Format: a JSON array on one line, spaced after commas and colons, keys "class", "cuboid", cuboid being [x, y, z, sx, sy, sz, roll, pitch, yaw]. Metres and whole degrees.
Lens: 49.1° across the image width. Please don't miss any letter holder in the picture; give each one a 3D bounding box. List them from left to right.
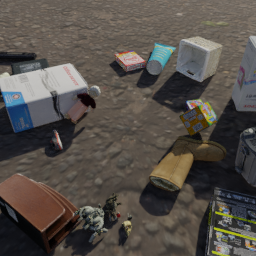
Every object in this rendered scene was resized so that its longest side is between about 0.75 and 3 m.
[{"class": "letter holder", "cuboid": [-2.249, 1.952, 7.257, 1.930, 0.971, 1.372, 27, 46, 28]}]

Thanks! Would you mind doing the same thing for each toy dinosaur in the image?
[{"class": "toy dinosaur", "cuboid": [-0.445, 2.020, 7.609, 0.484, 0.364, 0.947, -33, 32, 3]}]

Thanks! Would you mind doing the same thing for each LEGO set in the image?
[{"class": "LEGO set", "cuboid": [-0.672, 2.304, 7.157, 1.606, 0.455, 1.043, -5, 42, -10]}]

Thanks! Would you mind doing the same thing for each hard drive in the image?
[{"class": "hard drive", "cuboid": [-4.272, -2.304, 12.600, 1.680, 0.396, 2.407, -14, 44, -16]}]

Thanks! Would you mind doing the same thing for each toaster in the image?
[{"class": "toaster", "cuboid": [4.280, 0.776, 8.200, 2.317, 1.497, 1.317, -11, 43, -12]}]

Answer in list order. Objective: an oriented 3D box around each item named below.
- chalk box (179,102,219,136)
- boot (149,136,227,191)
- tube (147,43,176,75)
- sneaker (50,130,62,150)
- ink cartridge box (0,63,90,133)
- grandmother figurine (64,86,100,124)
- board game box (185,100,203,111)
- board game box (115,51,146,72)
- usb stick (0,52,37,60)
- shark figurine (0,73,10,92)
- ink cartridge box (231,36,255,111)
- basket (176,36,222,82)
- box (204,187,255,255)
[{"class": "chalk box", "cuboid": [2.511, -0.355, 9.657, 1.286, 0.802, 0.797, -21, 80, -54]}, {"class": "boot", "cuboid": [1.844, 1.154, 8.469, 1.748, 0.660, 1.996, 10, 39, 31]}, {"class": "tube", "cuboid": [1.630, -3.622, 14.068, 1.154, 0.751, 2.980, 21, 39, 4]}, {"class": "sneaker", "cuboid": [-2.514, 0.414, 9.545, 0.368, 0.346, 0.898, -20, 43, -13]}, {"class": "ink cartridge box", "cuboid": [-3.192, -1.257, 10.781, 2.930, 1.234, 2.118, -18, 44, -20]}, {"class": "grandmother figurine", "cuboid": [-1.573, -0.879, 10.218, 1.598, 0.969, 0.484, -48, 37, 13]}, {"class": "board game box", "cuboid": [2.708, -0.743, 10.981, 0.630, 0.210, 0.937, -7, 41, -8]}, {"class": "board game box", "cuboid": [0.089, -3.349, 13.941, 1.055, 0.323, 1.393, -18, 44, -20]}, {"class": "usb stick", "cuboid": [-5.788, -3.682, 14.325, 2.145, 0.350, 0.595, 2, 33, 2]}, {"class": "shark figurine", "cuboid": [-5.961, -1.744, 11.329, 1.185, 2.839, 1.696, -31, 73, 21]}, {"class": "ink cartridge box", "cuboid": [5.249, -1.933, 10.498, 1.941, 2.686, 1.137, 1, 44, 2]}, {"class": "basket", "cuboid": [3.244, -3.229, 12.867, 1.259, 1.565, 1.551, -29, 49, -32]}, {"class": "box", "cuboid": [3.205, 2.636, 6.761, 2.486, 0.550, 1.992, 11, 42, 13]}]
